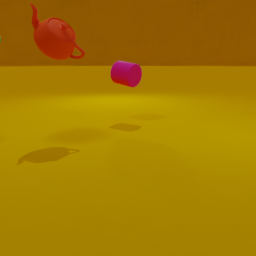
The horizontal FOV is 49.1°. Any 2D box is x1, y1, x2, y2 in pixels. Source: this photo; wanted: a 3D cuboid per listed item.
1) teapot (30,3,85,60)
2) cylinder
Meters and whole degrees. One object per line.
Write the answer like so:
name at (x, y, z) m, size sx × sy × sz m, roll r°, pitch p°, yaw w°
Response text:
teapot at (-1.815, -2.330, 7.018) m, size 0.842 × 1.719 × 1.069 m, roll -37°, pitch 23°, yaw 38°
cylinder at (-0.057, -1.817, 9.421) m, size 0.774 × 0.774 × 0.774 m, roll 20°, pitch 23°, yaw 35°
